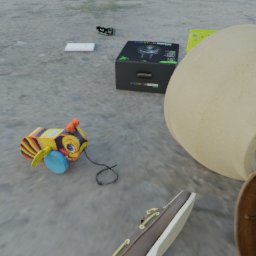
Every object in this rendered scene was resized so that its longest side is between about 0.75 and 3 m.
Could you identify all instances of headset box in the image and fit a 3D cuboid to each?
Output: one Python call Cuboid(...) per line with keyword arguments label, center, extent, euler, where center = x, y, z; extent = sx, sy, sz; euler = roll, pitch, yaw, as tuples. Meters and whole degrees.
Cuboid(label="headset box", center=(0.679, -2.077, 9.458), extent=(1.941, 1.034, 2.229), euler=(7, 35, 10))

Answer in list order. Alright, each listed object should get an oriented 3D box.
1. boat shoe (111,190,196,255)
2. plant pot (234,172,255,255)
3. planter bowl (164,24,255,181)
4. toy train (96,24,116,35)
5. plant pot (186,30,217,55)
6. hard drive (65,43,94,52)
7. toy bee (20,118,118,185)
Cuboid(label="boat shoe", center=(0.415, 1.611, 4.360), extent=(0.593, 0.715, 1.991), euler=(25, 47, 27))
Cuboid(label="plant pot", center=(2.670, 1.507, 3.745), extent=(1.753, 1.771, 1.771), euler=(6, 34, -5))
Cuboid(label="planter bowl", center=(2.287, -0.177, 4.946), extent=(2.847, 2.847, 1.916), euler=(-7, 31, -10))
Cuboid(label="toy train", center=(-1.152, -5.025, 14.358), extent=(0.628, 0.469, 1.101), euler=(-15, 33, -41))
Cuboid(label="plant pot", center=(2.656, -2.276, 9.404), extent=(1.519, 1.527, 1.385), euler=(10, 43, 14))
Cuboid(label="hard drive", center=(-2.126, -3.582, 12.452), extent=(1.194, 0.151, 0.787), euler=(0, 34, 0))
Cuboid(label="toy bee", center=(-1.294, 0.274, 5.887), extent=(2.204, 1.198, 1.443), euler=(1, 33, 1))
